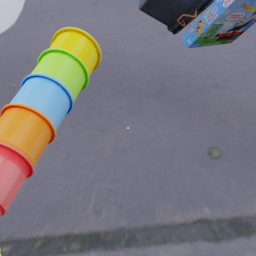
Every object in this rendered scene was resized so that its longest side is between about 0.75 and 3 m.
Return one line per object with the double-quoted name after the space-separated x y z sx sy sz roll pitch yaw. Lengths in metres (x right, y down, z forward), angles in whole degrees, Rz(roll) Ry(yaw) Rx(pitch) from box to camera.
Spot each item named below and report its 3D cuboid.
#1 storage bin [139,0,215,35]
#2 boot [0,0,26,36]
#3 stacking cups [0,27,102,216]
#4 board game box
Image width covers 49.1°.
1.094 -3.172 6.605 1.208 1.798 1.309 13 70 -24 "storage bin"
-3.044 -3.213 6.974 1.240 0.999 2.746 -7 56 60 "boot"
-0.975 -0.201 3.242 0.765 0.765 2.529 7 49 8 "stacking cups"
1.979 -2.094 5.037 1.298 1.716 0.314 -15 76 -29 "board game box"
